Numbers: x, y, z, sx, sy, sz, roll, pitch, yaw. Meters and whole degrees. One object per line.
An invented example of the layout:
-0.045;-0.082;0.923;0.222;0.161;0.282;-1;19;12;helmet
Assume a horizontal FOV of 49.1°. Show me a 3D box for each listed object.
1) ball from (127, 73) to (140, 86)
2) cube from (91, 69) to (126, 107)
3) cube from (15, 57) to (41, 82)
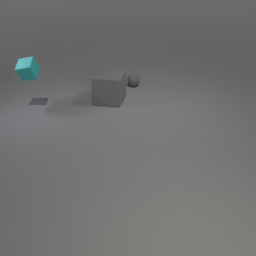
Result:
0.312;-2.660;15.482;0.700;0.700;0.700;0;31;0;ball
-0.906;-1.989;13.714;1.400;1.400;1.400;6;31;9;cube
-4.286;-2.525;12.009;0.700;0.700;0.700;-7;52;11;cube
